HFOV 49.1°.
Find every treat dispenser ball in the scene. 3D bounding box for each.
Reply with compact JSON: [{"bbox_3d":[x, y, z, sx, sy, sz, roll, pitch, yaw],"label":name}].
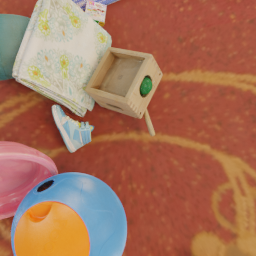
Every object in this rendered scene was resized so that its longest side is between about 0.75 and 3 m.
[{"bbox_3d":[-1.186,2.109,5.871,2.337,2.337,2.337,0,75,0],"label":"treat dispenser ball"}]

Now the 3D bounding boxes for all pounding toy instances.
[{"bbox_3d":[0.076,-0.940,7.199,1.754,1.247,1.615,20,77,32],"label":"pounding toy"}]

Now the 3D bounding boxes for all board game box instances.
[{"bbox_3d":[-0.953,-3.353,8.165,0.606,0.160,0.792,12,57,-14],"label":"board game box"}]

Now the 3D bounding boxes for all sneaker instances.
[{"bbox_3d":[-1.392,-0.111,7.340,0.862,0.525,1.321,-24,98,-5],"label":"sneaker"}]

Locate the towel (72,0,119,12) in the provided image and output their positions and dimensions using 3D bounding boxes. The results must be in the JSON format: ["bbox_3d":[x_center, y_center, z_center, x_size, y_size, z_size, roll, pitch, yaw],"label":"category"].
[{"bbox_3d":[-1.073,-5.086,8.057,2.151,0.354,2.970,-25,109,-6],"label":"towel"}]

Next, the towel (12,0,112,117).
[{"bbox_3d":[-1.502,-1.861,7.059,0.633,2.251,2.630,0,70,37],"label":"towel"}]

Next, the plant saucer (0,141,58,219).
[{"bbox_3d":[-2.888,1.158,6.132,2.611,2.611,0.662,-22,55,-6],"label":"plant saucer"}]

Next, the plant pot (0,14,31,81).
[{"bbox_3d":[-2.796,-2.183,7.459,1.629,1.734,1.734,-8,75,-15],"label":"plant pot"}]
